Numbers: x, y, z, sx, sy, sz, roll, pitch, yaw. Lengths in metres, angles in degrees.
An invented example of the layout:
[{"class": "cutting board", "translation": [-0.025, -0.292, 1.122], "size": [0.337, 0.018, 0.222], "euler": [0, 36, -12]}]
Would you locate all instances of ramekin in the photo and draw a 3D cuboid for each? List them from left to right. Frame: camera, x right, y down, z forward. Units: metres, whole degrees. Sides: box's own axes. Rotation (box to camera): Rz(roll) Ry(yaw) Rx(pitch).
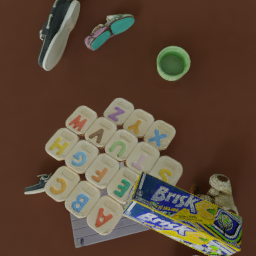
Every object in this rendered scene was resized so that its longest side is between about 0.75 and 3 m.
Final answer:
[{"class": "ramekin", "translation": [1.233, -1.759, 7.774], "size": [0.902, 0.441, 0.902], "euler": [0, 81, 0]}]

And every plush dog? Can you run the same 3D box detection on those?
[{"class": "plush dog", "translation": [2.075, 1.951, 7.050], "size": [1.127, 1.052, 1.312], "euler": [-11, 52, 12]}]

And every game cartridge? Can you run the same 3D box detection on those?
[{"class": "game cartridge", "translation": [-0.402, 2.067, 7.062], "size": [2.062, 0.396, 1.337], "euler": [-10, 72, -11]}]

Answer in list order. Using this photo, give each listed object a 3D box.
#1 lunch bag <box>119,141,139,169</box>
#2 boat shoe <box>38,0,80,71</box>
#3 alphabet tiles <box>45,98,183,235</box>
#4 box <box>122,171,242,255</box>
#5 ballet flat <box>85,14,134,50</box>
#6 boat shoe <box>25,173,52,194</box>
[{"class": "lunch bag", "translation": [0.160, 1.017, 7.057], "size": [1.506, 0.569, 1.206], "euler": [35, 63, 14]}, {"class": "boat shoe", "translation": [-2.040, -2.638, 7.768], "size": [0.679, 0.851, 2.250], "euler": [19, 69, 2]}, {"class": "alphabet tiles", "translation": [-0.317, 0.611, 5.730], "size": [2.694, 0.197, 2.635], "euler": [31, 68, 17]}, {"class": "box", "translation": [0.901, 1.487, 4.731], "size": [1.884, 0.660, 0.606], "euler": [25, 48, -1]}, {"class": "ballet flat", "translation": [-0.577, -2.829, 7.955], "size": [1.575, 0.545, 0.561], "euler": [-37, 64, -5]}, {"class": "boat shoe", "translation": [-2.014, 1.365, 7.234], "size": [1.346, 0.504, 0.416], "euler": [-17, 82, -4]}]
